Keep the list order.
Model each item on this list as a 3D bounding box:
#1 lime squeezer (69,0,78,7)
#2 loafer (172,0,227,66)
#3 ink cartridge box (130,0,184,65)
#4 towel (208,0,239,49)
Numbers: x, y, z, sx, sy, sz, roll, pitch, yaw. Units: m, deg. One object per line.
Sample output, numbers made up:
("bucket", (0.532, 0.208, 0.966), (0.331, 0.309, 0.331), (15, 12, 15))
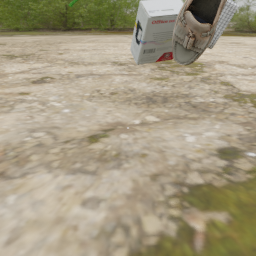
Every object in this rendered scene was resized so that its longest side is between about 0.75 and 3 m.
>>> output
("lime squeezer", (-1.364, -4.485, 8.502), (0.406, 2.152, 0.760), (-32, 72, -30))
("loafer", (1.599, -2.551, 6.024), (0.977, 2.719, 0.855), (28, 34, 7))
("ink cartridge box", (1.008, -3.197, 9.382), (1.466, 2.012, 0.833), (-12, 61, -17))
("towel", (2.229, -3.102, 7.880), (1.164, 1.405, 0.601), (28, 35, 2))
